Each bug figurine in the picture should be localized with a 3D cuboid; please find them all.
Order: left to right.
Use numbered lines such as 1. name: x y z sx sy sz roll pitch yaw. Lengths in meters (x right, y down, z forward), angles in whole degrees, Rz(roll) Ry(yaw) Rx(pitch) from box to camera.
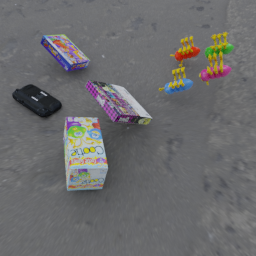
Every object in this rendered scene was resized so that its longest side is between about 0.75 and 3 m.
1. bug figurine: 1.920 -1.757 7.787 1.897 0.629 2.446 -8 41 31

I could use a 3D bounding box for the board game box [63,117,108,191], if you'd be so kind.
1. board game box: -0.951 0.518 6.023 0.756 0.743 1.442 1 45 -18

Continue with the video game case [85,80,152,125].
1. video game case: -0.219 -0.623 6.891 1.253 0.247 1.382 3 38 -48

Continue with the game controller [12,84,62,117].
1. game controller: -2.492 -0.773 7.668 1.426 0.300 0.744 31 40 24

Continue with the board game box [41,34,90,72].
1. board game box: -1.894 -2.303 8.505 1.288 0.288 0.866 46 37 12
